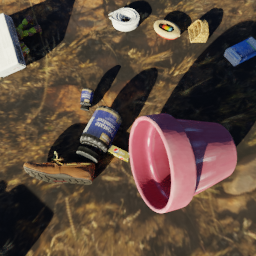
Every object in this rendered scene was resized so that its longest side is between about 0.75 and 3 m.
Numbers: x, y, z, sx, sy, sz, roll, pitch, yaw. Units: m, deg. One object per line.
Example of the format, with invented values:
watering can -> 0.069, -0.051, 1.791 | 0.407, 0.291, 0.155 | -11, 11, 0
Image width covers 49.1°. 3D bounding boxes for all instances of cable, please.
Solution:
cable -> -0.112, -5.009, 12.958 | 1.275, 0.442, 1.275 | -36, 69, -18

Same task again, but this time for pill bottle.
pill bottle -> -1.031, 0.231, 9.999 | 1.069, 1.069, 1.911 | 21, 66, 10
pill bottle -> -1.605, -1.102, 10.858 | 0.457, 0.457, 0.818 | 8, 83, 4

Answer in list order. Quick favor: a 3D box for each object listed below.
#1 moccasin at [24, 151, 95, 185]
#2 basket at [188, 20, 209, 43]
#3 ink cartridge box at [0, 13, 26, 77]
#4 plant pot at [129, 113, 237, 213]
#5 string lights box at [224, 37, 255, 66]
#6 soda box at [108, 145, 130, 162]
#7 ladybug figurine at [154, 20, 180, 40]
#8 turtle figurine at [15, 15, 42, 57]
moccasin -> -2.317, 1.354, 9.552 | 2.373, 0.868, 0.916 | 3, 61, 2
basket -> 3.146, -4.357, 12.491 | 0.716, 0.686, 0.961 | 1, 63, -1
ink cartridge box -> -5.913, -3.140, 11.698 | 2.848, 0.812, 2.314 | -20, 83, 13
plant pot -> 1.777, 0.920, 8.852 | 2.623, 2.930, 2.930 | -8, 63, -21
string lights box -> 4.977, -3.319, 12.120 | 1.426, 0.420, 0.733 | -27, 67, -13
soda box -> -0.310, 0.913, 10.095 | 0.835, 0.283, 0.267 | 25, 66, 11
ladybug figurine -> 1.761, -4.380, 12.619 | 1.310, 0.471, 0.889 | 35, 68, 16
turtle figurine -> -4.935, -4.213, 12.378 | 2.342, 0.754, 1.889 | 40, 70, 18
